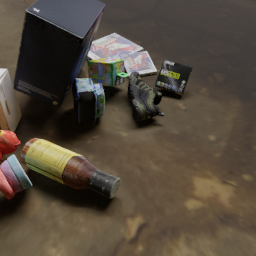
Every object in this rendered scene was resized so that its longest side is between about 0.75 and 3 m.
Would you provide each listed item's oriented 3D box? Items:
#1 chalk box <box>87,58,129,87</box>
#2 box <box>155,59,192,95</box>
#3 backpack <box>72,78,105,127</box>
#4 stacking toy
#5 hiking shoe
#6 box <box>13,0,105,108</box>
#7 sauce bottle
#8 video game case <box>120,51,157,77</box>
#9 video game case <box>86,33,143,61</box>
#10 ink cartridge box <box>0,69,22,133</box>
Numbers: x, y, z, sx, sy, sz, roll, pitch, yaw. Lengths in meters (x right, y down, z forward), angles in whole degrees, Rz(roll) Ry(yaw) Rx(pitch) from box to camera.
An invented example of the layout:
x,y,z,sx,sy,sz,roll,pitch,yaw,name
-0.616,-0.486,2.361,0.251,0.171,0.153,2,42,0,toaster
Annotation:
x,y,z,sx,sy,sz,roll,pitch,yaw,name
-0.571,-1.771,8.889,1.217,0.753,0.757,10,24,27,chalk box
1.462,-1.641,8.997,0.967,0.230,0.934,20,86,14,box
-1.124,-0.826,7.958,0.881,1.097,1.199,-7,40,-15,backpack
-2.698,0.436,5.989,0.791,1.695,1.873,-31,53,-21,stacking toy
0.520,-0.978,8.473,0.955,0.719,1.897,-2,53,-9,hiking shoe
-2.008,-2.463,8.335,1.586,2.553,2.574,23,42,-9,box
-1.309,0.931,6.353,2.354,0.777,0.777,21,47,18,sauce bottle
0.368,-2.302,10.079,1.042,0.131,1.143,-12,55,-12,video game case
-0.714,-3.049,10.961,1.974,0.227,1.799,-31,52,-28,video game case
-4.184,-0.678,7.376,2.247,1.649,0.931,2,41,0,ink cartridge box
